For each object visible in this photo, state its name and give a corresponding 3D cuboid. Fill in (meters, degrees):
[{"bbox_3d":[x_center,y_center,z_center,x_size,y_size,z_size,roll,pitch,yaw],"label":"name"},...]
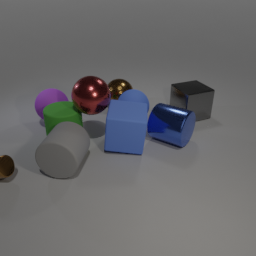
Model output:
[{"bbox_3d":[-2.103,0.702,9.216,1.400,1.400,1.400,5,29,8],"label":"cylinder"},{"bbox_3d":[-4.056,1.234,8.751,0.700,0.700,0.700,-11,25,20],"label":"cylinder"},{"bbox_3d":[-2.436,-0.119,10.694,1.400,1.400,1.400,0,29,0],"label":"cylinder"},{"bbox_3d":[-0.423,-1.671,13.499,1.400,1.400,1.400,0,29,0],"label":"ball"},{"bbox_3d":[-3.157,-0.944,11.679,1.400,1.400,1.400,0,29,0],"label":"ball"},{"bbox_3d":[2.838,-1.210,12.648,1.400,1.400,1.400,-12,31,-20],"label":"cube"},{"bbox_3d":[1.669,-0.134,10.716,1.400,1.400,1.400,18,34,29],"label":"cylinder"},{"bbox_3d":[-0.067,-0.054,10.252,1.400,1.400,1.400,6,33,0],"label":"cube"},{"bbox_3d":[0.226,-0.968,12.135,1.400,1.400,1.400,0,29,0],"label":"ball"},{"bbox_3d":[-1.319,-1.166,10.043,1.400,1.400,1.400,0,29,0],"label":"ball"}]
